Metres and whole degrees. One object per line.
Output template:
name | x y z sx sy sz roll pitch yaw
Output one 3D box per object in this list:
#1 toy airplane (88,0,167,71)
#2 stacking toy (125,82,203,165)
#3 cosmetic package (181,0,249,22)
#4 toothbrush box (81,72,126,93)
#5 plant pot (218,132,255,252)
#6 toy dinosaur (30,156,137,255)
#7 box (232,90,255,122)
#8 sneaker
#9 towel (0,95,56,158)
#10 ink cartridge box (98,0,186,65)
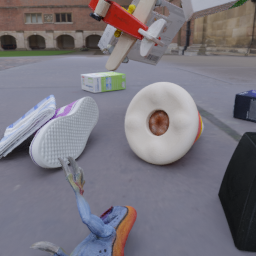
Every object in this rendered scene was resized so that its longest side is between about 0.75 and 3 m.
toy airplane | 0.128 -2.827 7.741 2.113 2.104 1.491 -12 8 16
stacking toy | 1.293 -0.028 7.051 1.839 1.839 2.517 14 4 37
cosmetic package | 2.346 -3.500 7.454 1.666 0.707 0.896 -17 6 2
toothbrush box | -1.332 -2.517 15.243 2.011 0.866 1.465 -14 22 -32
plant pot | 2.272 0.829 4.117 1.479 1.312 1.475 3 19 7
toy dinosaur | -0.440 1.611 3.079 2.206 1.277 2.431 -7 50 -49
box | 4.672 -0.712 9.607 1.235 0.870 1.668 -16 25 -40
sneaker | -1.892 0.215 7.003 1.637 1.041 2.871 -15 18 21
towel | -2.625 -0.175 7.365 1.758 0.285 2.393 -39 21 -1
ink cartridge box | 0.594 -3.430 9.714 2.642 2.328 0.591 0 46 -43
